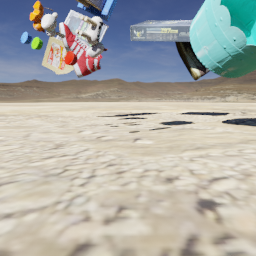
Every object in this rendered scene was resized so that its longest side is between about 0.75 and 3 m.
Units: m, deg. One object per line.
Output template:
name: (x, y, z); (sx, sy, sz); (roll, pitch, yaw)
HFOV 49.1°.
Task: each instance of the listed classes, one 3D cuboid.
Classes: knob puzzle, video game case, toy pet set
knob puzzle: (-2.568, -2.755, 11.005); (1.521, 1.521, 0.211); (1, 21, 12)
video game case: (-1.929, -3.734, 11.443); (1.660, 1.825, 0.213); (23, -15, -3)
toy pet set: (-1.099, -2.506, 6.503); (2.288, 2.137, 1.215); (33, 12, 38)

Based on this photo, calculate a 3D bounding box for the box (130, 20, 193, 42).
box: (1.648, -4.061, 11.638); (2.595, 0.662, 2.047); (7, 28, 21)

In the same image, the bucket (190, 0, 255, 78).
bucket: (3.050, -2.712, 7.390); (2.665, 2.665, 1.734); (-2, -13, -18)

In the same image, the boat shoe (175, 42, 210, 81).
boat shoe: (2.866, -3.314, 12.591); (0.877, 2.670, 0.954); (-21, -29, 5)

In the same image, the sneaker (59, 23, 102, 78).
sneaker: (-1.533, -2.726, 9.501); (1.078, 1.917, 0.683); (-16, 32, 7)
